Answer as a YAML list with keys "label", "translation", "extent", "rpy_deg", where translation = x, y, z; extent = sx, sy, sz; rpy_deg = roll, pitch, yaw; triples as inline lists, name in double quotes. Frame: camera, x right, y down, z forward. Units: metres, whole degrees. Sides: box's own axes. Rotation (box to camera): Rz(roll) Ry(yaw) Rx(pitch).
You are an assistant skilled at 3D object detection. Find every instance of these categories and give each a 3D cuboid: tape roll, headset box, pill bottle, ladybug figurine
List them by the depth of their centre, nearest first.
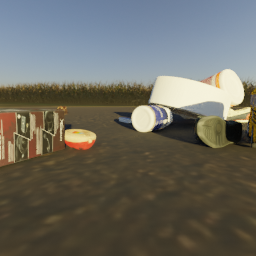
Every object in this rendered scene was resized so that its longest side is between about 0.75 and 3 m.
- label: "headset box"
  translation: [-2.062, 0.080, 4.202]
  extent: [1.425, 0.739, 1.915]
  rpy_deg: [2, 4, 20]
- label: "ladybug figurine"
  translation: [-0.893, 0.207, 5.093]
  extent: [0.551, 0.292, 0.811]
  rpy_deg: [-5, 11, -36]
- label: "pill bottle"
  translation: [0.734, -0.288, 8.103]
  extent: [0.730, 0.730, 1.262]
  rpy_deg: [4, 7, 36]
- label: "tape roll"
  translation: [2.179, -0.948, 9.938]
  extent: [2.790, 0.976, 2.790]
  rpy_deg: [16, 0, 0]
- label: "pill bottle"
  translation: [3.448, -1.351, 12.230]
  extent: [1.530, 1.530, 2.679]
  rpy_deg: [-5, -11, -40]

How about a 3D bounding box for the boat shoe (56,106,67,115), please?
- label: "boat shoe"
  translation: [-4.166, -1.069, 17.304]
  extent: [0.574, 0.573, 1.630]
  rpy_deg: [2, 7, 2]

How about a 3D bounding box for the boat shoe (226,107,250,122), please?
- label: "boat shoe"
  translation: [4.159, -0.529, 11.407]
  extent: [1.922, 0.601, 0.684]
  rpy_deg: [-2, 7, -5]

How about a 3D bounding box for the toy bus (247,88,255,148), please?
- label: "toy bus"
  translation: [2.876, -0.252, 5.389]
  extent: [0.967, 1.163, 2.970]
  rpy_deg: [2, 6, 21]

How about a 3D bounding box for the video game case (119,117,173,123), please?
- label: "video game case"
  translation: [0.716, -0.347, 11.721]
  extent: [1.928, 0.174, 1.381]
  rpy_deg: [-1, 6, -16]

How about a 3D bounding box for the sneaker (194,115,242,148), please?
- label: "sneaker"
  translation: [1.541, 0.052, 5.470]
  extent: [0.886, 0.591, 1.547]
  rpy_deg: [3, 3, 41]
